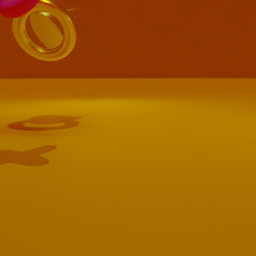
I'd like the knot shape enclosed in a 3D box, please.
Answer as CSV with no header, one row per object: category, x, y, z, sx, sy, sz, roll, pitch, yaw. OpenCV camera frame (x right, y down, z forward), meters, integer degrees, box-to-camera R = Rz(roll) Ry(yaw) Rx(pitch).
knot shape,-2.276,-3.003,5.650,1.971,0.911,1.844,-16,62,-29

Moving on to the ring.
ring,-2.566,-2.989,8.608,1.981,1.981,0.396,0,39,2

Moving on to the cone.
cone,-2.215,-3.714,9.752,1.629,1.629,1.635,12,54,46
